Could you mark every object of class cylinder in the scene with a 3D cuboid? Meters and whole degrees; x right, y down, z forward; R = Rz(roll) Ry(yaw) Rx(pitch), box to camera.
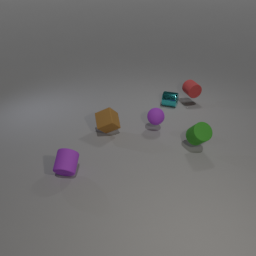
[{"bbox_3d":[2.054,-1.407,13.634,0.700,0.700,0.700,10,31,18],"label":"cylinder"},{"bbox_3d":[3.066,-1.882,13.452,0.700,0.700,0.700,-8,32,-15],"label":"cylinder"},{"bbox_3d":[2.498,0.208,9.880,0.700,0.700,0.700,-9,-13,-16],"label":"cylinder"},{"bbox_3d":[-1.951,1.088,8.851,0.700,0.700,0.700,4,64,7],"label":"cylinder"}]

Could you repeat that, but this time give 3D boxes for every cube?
[{"bbox_3d":[-0.799,-0.289,11.046,0.700,0.700,0.700,-21,65,20],"label":"cube"}]

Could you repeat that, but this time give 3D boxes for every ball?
[{"bbox_3d":[1.126,-0.470,11.312,0.700,0.700,0.700,0,29,0],"label":"ball"}]
